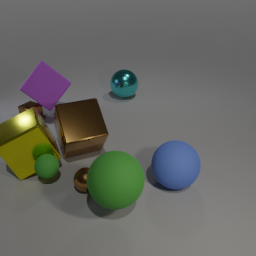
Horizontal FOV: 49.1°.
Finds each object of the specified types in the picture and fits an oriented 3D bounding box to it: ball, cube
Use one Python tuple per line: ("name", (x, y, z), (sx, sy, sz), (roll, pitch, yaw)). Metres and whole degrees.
("ball", (-0.187, -2.186, 13.830), (1.400, 1.400, 1.400), (0, 30, 0))
("ball", (1.376, 1.055, 8.089), (1.400, 1.400, 1.400), (0, 30, 0))
("ball", (-2.367, 1.112, 8.167), (0.700, 0.700, 0.700), (0, 30, 0))
("ball", (-0.298, 1.253, 6.808), (1.400, 1.400, 1.400), (0, 30, 0))
("cube", (-4.086, -0.651, 11.824), (0.700, 0.700, 0.700), (16, 33, 26))
("ball", (-1.209, 1.479, 8.044), (0.700, 0.700, 0.700), (0, 30, 0))
("cube", (-3.136, 0.452, 8.767), (1.400, 1.400, 1.400), (-29, 35, -7))
("cube", (-1.613, 0.025, 9.382), (1.400, 1.400, 1.400), (-12, 69, -21))
("cube", (-3.294, -1.696, 11.379), (1.400, 1.400, 1.400), (37, -1, -15))
